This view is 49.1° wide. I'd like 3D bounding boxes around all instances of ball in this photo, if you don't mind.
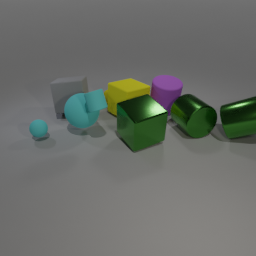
[{"bbox_3d":[-1.840,-0.692,11.250,1.400,1.400,1.400,0,29,0],"label":"ball"},{"bbox_3d":[-3.494,0.017,10.954,0.700,0.700,0.700,0,29,0],"label":"ball"}]

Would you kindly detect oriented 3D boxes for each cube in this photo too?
[{"bbox_3d":[0.495,-0.221,10.571,1.400,1.400,1.400,-19,43,-23],"label":"cube"},{"bbox_3d":[-2.595,-1.552,12.846,1.400,1.400,1.400,-5,19,2],"label":"cube"},{"bbox_3d":[0.018,-1.340,12.872,1.400,1.400,1.400,-19,34,-36],"label":"cube"}]

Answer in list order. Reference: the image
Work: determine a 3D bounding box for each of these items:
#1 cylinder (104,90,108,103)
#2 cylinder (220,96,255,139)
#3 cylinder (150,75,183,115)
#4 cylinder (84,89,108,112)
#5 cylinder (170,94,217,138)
[{"bbox_3d":[-0.800,-1.551,13.892,0.700,0.700,0.700,-17,16,-28],"label":"cylinder"},{"bbox_3d":[4.456,-0.384,10.793,1.400,1.400,1.400,-15,19,31],"label":"cylinder"},{"bbox_3d":[1.756,-1.546,13.137,1.400,1.400,1.400,3,38,-3],"label":"cylinder"},{"bbox_3d":[-1.173,-0.995,10.166,0.700,0.700,0.700,-16,10,3],"label":"cylinder"},{"bbox_3d":[2.668,-0.513,11.479,1.400,1.400,1.400,-10,30,-18],"label":"cylinder"}]
